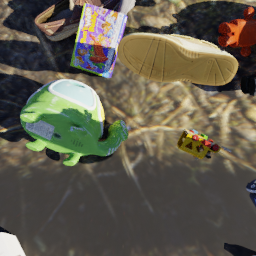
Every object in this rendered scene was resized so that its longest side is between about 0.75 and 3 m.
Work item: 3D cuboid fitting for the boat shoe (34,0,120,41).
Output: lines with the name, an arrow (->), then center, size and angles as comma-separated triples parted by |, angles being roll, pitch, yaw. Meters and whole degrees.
boat shoe -> -1.490, -3.721, 8.536 | 2.970, 1.069, 1.071 | -21, 75, 13

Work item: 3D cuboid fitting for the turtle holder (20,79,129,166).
turtle holder -> -1.272, -0.250, 6.849 | 2.414, 1.834, 1.714 | 7, 51, 16

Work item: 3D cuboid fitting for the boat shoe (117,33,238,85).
boat shoe -> 1.004, -1.506, 5.979 | 2.541, 0.940, 0.844 | 11, 33, -12

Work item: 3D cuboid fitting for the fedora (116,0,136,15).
fedora -> -0.574, -4.276, 8.822 | 2.451, 2.772, 1.252 | 41, 40, 22

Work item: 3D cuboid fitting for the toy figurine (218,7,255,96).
toy figurine -> 4.150, -2.542, 7.439 | 2.070, 2.929, 2.976 | -9, 63, -11

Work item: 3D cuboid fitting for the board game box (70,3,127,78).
board game box -> -0.874, -2.536, 8.222 | 1.223, 0.407, 1.819 | 19, 105, 10

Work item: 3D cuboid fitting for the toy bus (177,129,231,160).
toy bus -> 1.124, 0.310, 4.397 | 0.714, 0.674, 0.369 | 36, 105, 40

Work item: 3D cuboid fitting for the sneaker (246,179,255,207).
sneaker -> 2.440, 1.086, 3.987 | 1.345, 2.480, 0.869 | -25, 80, 25

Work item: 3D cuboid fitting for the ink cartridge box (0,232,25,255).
ink cartridge box -> -2.595, 3.391, 5.510 | 1.498, 0.872, 2.069 | -33, 67, -16
